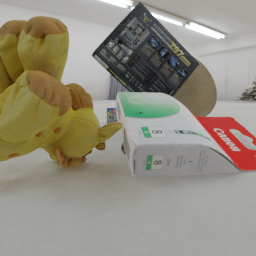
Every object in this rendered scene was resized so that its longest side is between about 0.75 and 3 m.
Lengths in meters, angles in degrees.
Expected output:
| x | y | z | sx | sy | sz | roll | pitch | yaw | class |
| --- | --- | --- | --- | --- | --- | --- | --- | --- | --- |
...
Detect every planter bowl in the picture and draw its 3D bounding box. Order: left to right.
| x | y | z | sx | sy | sz | roll | pitch | yaw | class |
| --- | --- | --- | --- | --- | --- | --- | --- | --- | --- |
| 1.184 | -0.871 | 8.452 | 2.398 | 2.398 | 1.614 | 8 | 38 | 48 | planter bowl |

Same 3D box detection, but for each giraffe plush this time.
| x | y | z | sx | sy | sz | roll | pitch | yaw | class |
| --- | --- | --- | --- | --- | --- | --- | --- | --- | --- |
| -1.093 | -0.174 | 4.085 | 1.949 | 2.259 | 1.832 | 9 | -6 | 40 | giraffe plush |

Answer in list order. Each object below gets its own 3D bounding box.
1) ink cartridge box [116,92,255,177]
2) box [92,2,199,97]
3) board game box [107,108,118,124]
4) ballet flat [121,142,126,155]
| x | y | z | sx | sy | sz | roll | pitch | yaw | class |
| --- | --- | --- | --- | --- | --- | --- | --- | --- | --- |
| 1.141 | -0.012 | 4.814 | 2.527 | 0.633 | 2.034 | -2 | 27 | -9 | ink cartridge box |
| 0.453 | -1.642 | 6.756 | 2.105 | 1.660 | 0.537 | 41 | -9 | -13 | box |
| -0.410 | -0.501 | 11.010 | 0.902 | 0.607 | 0.131 | -5 | 8 | -30 | board game box |
| 0.418 | 0.283 | 5.429 | 0.470 | 0.476 | 1.398 | 14 | 15 | 31 | ballet flat |
